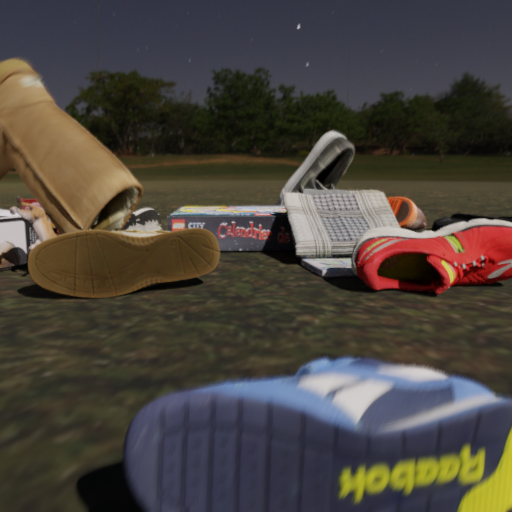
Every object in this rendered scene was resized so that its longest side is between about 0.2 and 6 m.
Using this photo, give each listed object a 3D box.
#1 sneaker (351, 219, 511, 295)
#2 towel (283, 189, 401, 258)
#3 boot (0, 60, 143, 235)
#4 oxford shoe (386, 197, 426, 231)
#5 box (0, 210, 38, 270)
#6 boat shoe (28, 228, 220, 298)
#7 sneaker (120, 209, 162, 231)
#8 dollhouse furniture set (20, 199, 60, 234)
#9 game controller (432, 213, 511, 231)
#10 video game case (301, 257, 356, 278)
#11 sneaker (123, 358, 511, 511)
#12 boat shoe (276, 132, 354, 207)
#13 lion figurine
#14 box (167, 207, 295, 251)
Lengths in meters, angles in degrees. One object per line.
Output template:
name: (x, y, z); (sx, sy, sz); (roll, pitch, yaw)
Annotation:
sneaker: (2.586, 0.155, 7.579); (2.545, 0.980, 1.080); (-5, 23, 5)
towel: (1.595, -0.695, 10.263); (2.094, 0.376, 2.174); (-2, 34, -4)
boot: (-3.933, -1.291, 9.942); (3.489, 3.055, 1.154); (48, 30, 16)
oxford shoe: (2.825, -0.897, 13.742); (1.003, 0.981, 2.752); (23, -8, -43)
box: (-5.064, -0.175, 8.856); (1.705, 0.879, 2.923); (7, 12, 37)
boat shoe: (-1.788, 0.095, 7.705); (2.501, 0.926, 0.830); (-2, -3, -21)
sneaker: (-2.943, -0.474, 11.241); (1.038, 0.941, 2.445); (-6, -2, 30)
dollhouse furniture set: (-5.320, -0.891, 13.157); (1.111, 0.840, 2.064); (3, 10, 15)
game controller: (5.321, -0.686, 13.575); (1.132, 0.457, 2.171); (-20, 16, -21)
video game case: (1.441, 0.165, 9.105); (1.162, 0.128, 1.059); (-3, 10, -13)
sneaker: (0.358, 0.942, 2.871); (2.068, 0.765, 0.851); (6, 8, -19)
boat shoe: (1.397, -1.683, 13.555); (0.953, 2.697, 0.859); (14, 28, -35)
lion figurine: (-3.196, -0.402, 8.318); (0.402, 1.108, 0.679); (-10, 16, 10)
box: (0.118, -0.623, 11.960); (3.746, 0.706, 2.558); (0, 10, -1)
